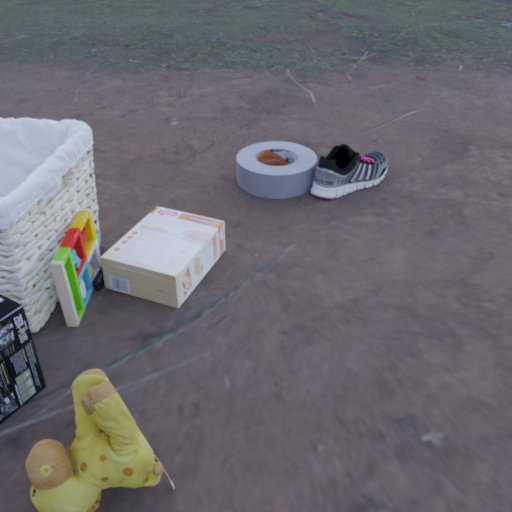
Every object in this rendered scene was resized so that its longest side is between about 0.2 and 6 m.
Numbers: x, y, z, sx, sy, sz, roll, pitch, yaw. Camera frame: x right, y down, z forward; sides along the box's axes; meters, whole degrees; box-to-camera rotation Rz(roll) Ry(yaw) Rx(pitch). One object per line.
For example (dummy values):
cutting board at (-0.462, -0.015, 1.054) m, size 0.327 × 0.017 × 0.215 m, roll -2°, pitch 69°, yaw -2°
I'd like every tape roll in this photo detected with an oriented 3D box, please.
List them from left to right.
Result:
tape roll at (0.463, -1.991, 12.835) m, size 1.844 × 0.609 × 1.844 m, roll 0°, pitch 34°, yaw 0°

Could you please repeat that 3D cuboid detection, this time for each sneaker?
sneaker at (2.177, -2.061, 12.577) m, size 2.305 × 1.008 × 0.850 m, roll -24°, pitch 41°, yaw -31°

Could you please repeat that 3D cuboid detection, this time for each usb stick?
usb stick at (-2.614, 0.211, 9.798) m, size 0.153 × 0.260 × 0.937 m, roll 7°, pitch 45°, yaw 10°

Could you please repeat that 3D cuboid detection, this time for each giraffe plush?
giraffe plush at (-1.910, 2.281, 6.201) m, size 1.355 × 1.442 × 1.672 m, roll -32°, pitch 83°, yaw -20°

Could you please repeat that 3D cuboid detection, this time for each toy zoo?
toy zoo at (-2.889, 0.094, 9.231) m, size 0.192 × 1.234 × 1.881 m, roll -1°, pitch 35°, yaw 1°

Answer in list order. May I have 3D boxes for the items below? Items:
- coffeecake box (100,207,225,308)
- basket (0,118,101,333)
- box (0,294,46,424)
coffeecake box at (-1.575, -0.043, 9.898) m, size 1.440 × 0.685 × 1.876 m, roll 13°, pitch 36°, yaw 18°
basket at (-4.459, -0.649, 9.218) m, size 3.062 × 2.462 × 3.034 m, roll 4°, pitch 35°, yaw 8°
box at (-3.463, 1.402, 7.088) m, size 0.634 × 1.472 × 1.206 m, roll 19°, pitch 38°, yaw 25°
